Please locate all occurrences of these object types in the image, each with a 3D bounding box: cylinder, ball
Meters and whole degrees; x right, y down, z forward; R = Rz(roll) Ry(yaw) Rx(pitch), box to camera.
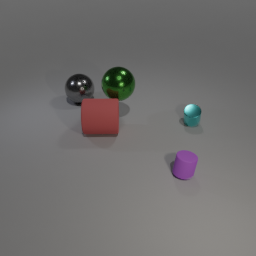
[{"bbox_3d":[-1.073,-0.463,11.127,1.400,1.400,1.400,0,33,-1],"label":"cylinder"},{"bbox_3d":[2.676,-0.512,11.663,0.700,0.700,0.700,-5,57,7],"label":"cylinder"},{"bbox_3d":[-0.394,-1.815,11.526,1.400,1.400,1.400,0,33,0],"label":"ball"},{"bbox_3d":[-2.296,-1.877,13.313,1.400,1.400,1.400,0,33,0],"label":"ball"},{"bbox_3d":[1.857,1.194,9.106,0.700,0.700,0.700,6,28,-3],"label":"cylinder"}]
